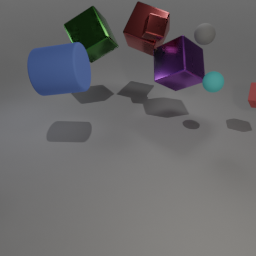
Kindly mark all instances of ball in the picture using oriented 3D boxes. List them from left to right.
[{"bbox_3d":[2.578,-3.148,9.405,0.700,0.700,0.700,0,31,0],"label":"ball"},{"bbox_3d":[2.841,-1.534,9.343,0.700,0.700,0.700,0,31,0],"label":"ball"}]

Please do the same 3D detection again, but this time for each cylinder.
[{"bbox_3d":[-1.962,-1.705,8.214,1.400,1.400,1.400,-4,30,11],"label":"cylinder"}]

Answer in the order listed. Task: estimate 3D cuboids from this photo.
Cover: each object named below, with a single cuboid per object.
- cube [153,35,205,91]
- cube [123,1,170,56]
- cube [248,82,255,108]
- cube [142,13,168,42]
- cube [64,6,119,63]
[{"bbox_3d":[1.942,-2.401,10.674,1.400,1.400,1.400,-14,-20,43],"label":"cube"},{"bbox_3d":[0.795,-3.994,11.468,1.400,1.400,1.400,25,-2,10],"label":"cube"},{"bbox_3d":[4.710,-1.141,9.882,0.700,0.700,0.700,8,-14,35],"label":"cube"},{"bbox_3d":[0.966,-3.631,10.200,0.700,0.700,0.700,13,0,-10],"label":"cube"},{"bbox_3d":[-1.432,-3.667,11.175,1.400,1.400,1.400,-27,-6,13],"label":"cube"}]
